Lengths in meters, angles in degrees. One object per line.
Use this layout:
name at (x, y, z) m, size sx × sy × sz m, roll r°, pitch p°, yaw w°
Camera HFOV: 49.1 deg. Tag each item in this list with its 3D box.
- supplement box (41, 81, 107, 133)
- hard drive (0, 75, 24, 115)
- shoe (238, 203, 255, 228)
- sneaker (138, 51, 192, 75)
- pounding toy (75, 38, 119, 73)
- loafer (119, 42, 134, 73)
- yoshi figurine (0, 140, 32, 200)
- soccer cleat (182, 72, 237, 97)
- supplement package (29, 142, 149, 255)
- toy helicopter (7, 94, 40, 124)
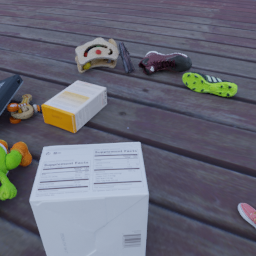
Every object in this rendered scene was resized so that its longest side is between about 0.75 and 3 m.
supplement box at (-2.006, -0.896, 10.898) m, size 1.445 × 0.843 × 2.292 m, roll 18°, pitch 40°, yaw 22°
hard drive at (-5.381, -0.883, 10.612) m, size 2.061 × 0.486 × 2.954 m, roll -17°, pitch 34°, yaw 15°
shoe at (3.302, 2.204, 6.925) m, size 0.434 × 0.553 × 1.216 m, roll -3°, pitch 36°, yaw -30°
sneaker at (1.672, -2.996, 13.773) m, size 2.662 × 1.007 × 1.537 m, roll 16°, pitch 44°, yaw 36°
pounding toy at (-1.456, -3.554, 14.614) m, size 2.743 × 1.573 × 1.568 m, roll -33°, pitch 75°, yaw -24°
loafer at (-0.076, -3.548, 14.029) m, size 0.487 × 1.546 × 0.556 m, roll -15°, pitch 5°, yaw -10°
yoshi figurine at (-3.792, 1.475, 7.688) m, size 1.547 × 1.553 × 2.763 m, roll 42°, pitch 22°, yaw -10°
soccer cleat at (3.630, -1.945, 12.488) m, size 2.432 × 0.821 × 0.986 m, roll 21°, pitch 26°, yaw 23°
supplement package at (-0.665, 1.753, 5.888) m, size 2.011 × 2.582 × 1.432 m, roll -3°, pitch 37°, yaw -4°
toy helicopter at (-4.005, -0.890, 11.077) m, size 1.152 × 0.687 × 1.742 m, roll -3°, pitch 34°, yaw -8°
